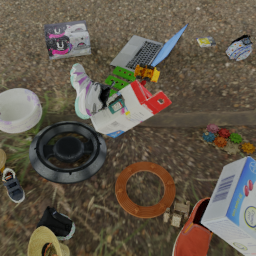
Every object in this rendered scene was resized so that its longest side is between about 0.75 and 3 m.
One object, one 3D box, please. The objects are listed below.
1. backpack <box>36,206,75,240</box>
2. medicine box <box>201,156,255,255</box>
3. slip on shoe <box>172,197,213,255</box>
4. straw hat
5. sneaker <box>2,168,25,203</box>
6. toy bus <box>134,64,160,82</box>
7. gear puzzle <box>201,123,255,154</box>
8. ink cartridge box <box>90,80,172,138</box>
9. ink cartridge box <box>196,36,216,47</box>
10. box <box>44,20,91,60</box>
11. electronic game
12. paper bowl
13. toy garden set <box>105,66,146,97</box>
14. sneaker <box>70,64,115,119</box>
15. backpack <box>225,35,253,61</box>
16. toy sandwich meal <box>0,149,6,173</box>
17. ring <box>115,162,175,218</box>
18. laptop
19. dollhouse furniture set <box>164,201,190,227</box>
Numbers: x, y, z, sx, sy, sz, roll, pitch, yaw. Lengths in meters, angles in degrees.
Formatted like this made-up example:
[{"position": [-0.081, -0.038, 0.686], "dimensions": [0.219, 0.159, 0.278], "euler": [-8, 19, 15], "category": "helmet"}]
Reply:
[{"position": [-2.103, 2.923, 8.409], "dimensions": [1.042, 0.660, 0.870], "euler": [16, 65, 11], "category": "backpack"}, {"position": [3.644, 2.398, 8.005], "dimensions": [2.322, 1.195, 2.115], "euler": [37, 59, -2], "category": "medicine box"}, {"position": [2.018, 3.139, 8.160], "dimensions": [0.973, 0.804, 2.627], "euler": [25, 58, 15], "category": "slip on shoe"}, {"position": [-2.052, 3.577, 7.843], "dimensions": [0.719, 1.700, 1.700], "euler": [10, 38, -47], "category": "straw hat"}, {"position": [-3.849, 1.891, 9.301], "dimensions": [0.489, 0.495, 1.246], "euler": [-27, 59, -21], "category": "sneaker"}, {"position": [0.741, -1.936, 10.090], "dimensions": [0.808, 0.776, 0.549], "euler": [19, 96, 33], "category": "toy bus"}, {"position": [3.800, 0.467, 10.509], "dimensions": [1.945, 0.255, 1.008], "euler": [25, 57, 17], "category": "gear puzzle"}, {"position": [0.099, -0.728, 9.892], "dimensions": [2.582, 1.500, 0.868], "euler": [-31, 69, 14], "category": "ink cartridge box"}, {"position": [3.976, -4.450, 14.276], "dimensions": [0.789, 0.188, 0.799], "euler": [-9, 55, -7], "category": "ink cartridge box"}, {"position": [-2.902, -4.258, 13.500], "dimensions": [2.029, 1.164, 1.341], "euler": [-10, 54, -8], "category": "box"}, {"position": [-2.123, 0.791, 10.047], "dimensions": [2.717, 0.565, 2.717], "euler": [5, 49, -6], "category": "electronic game"}, {"position": [-4.275, -0.589, 10.863], "dimensions": [1.841, 0.957, 1.841], "euler": [0, 53, 0], "category": "paper bowl"}, {"position": [-0.219, -1.382, 11.680], "dimensions": [1.915, 0.458, 2.297], "euler": [26, 62, 18], "category": "toy garden set"}, {"position": [-1.107, -1.418, 9.429], "dimensions": [1.440, 0.800, 2.058], "euler": [-19, 73, 19], "category": "sneaker"}, {"position": [5.222, -3.672, 13.215], "dimensions": [1.070, 1.123, 0.865], "euler": [-15, 67, -7], "category": "backpack"}, {"position": [-4.862, 1.283, 9.803], "dimensions": [1.373, 0.470, 1.373], "euler": [0, 49, 0], "category": "toy sandwich meal"}, {"position": [0.583, 1.996, 9.404], "dimensions": [2.031, 0.195, 2.031], "euler": [0, 52, 0], "category": "ring"}, {"position": [0.947, -3.836, 12.909], "dimensions": [2.798, 1.622, 2.620], "euler": [22, 55, 16], "category": "laptop"}, {"position": [1.552, 2.672, 8.937], "dimensions": [0.729, 0.417, 0.855], "euler": [12, 29, 12], "category": "dollhouse furniture set"}]
